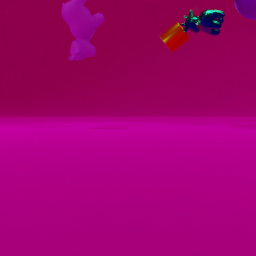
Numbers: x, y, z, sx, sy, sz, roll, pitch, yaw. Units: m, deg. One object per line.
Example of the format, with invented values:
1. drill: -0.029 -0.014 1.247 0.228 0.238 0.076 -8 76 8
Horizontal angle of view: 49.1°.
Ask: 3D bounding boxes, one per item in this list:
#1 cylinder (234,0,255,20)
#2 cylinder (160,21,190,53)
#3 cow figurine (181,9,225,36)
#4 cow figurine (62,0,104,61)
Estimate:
1. cylinder: 3.545 -3.364 6.986 1.266 1.266 1.266 -15 11 -37
2. cylinder: 1.731 -3.349 10.359 0.813 0.813 0.813 -37 -11 18
3. cow figurine: 2.245 -3.254 8.546 1.268 0.707 1.289 18 8 14
4. cow figurine: -1.452 -2.877 8.225 1.623 1.597 0.891 46 -6 -27
